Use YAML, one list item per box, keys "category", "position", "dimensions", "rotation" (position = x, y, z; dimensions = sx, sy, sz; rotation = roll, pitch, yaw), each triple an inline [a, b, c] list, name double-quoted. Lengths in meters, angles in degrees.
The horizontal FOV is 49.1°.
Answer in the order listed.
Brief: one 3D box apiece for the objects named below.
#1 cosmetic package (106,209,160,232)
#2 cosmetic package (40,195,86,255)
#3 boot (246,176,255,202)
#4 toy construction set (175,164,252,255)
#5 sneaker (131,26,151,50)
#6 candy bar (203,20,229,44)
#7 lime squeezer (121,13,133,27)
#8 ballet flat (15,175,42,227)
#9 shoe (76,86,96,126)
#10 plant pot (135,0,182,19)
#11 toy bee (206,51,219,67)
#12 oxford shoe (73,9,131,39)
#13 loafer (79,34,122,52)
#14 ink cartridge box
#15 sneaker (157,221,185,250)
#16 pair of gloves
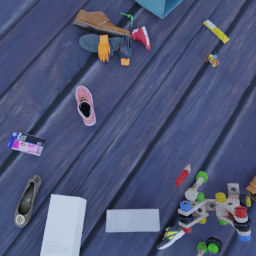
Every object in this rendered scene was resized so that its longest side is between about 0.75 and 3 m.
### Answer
- category: "cosmetic package"
  position: [0.175, 3.344, 10.117]
  dimensions: [1.865, 0.996, 0.841]
  rotation: [1, 70, 2]
- category: "cosmetic package"
  position: [-2.219, 3.725, 9.770]
  dimensions: [1.100, 1.396, 2.594]
  rotation: [4, 70, 3]
- category: "boot"
  position: [5.439, 2.484, 10.582]
  dimensions: [1.293, 0.639, 1.665]
  rotation: [-37, 74, -12]
- category: "toy construction set"
  position: [3.015, 2.539, 10.035]
  dimensions: [2.449, 2.257, 2.937]
  rotation: [-33, 91, 34]
- category: "sneaker"
  position: [0.574, -4.073, 12.968]
  dimensions: [0.758, 0.514, 1.312]
  rotation: [-15, 59, 4]
- category: "candy bar"
  position: [4.155, -4.593, 13.248]
  dimensions: [0.377, 0.167, 1.510]
  rotation: [-37, 74, -15]
- category: "lime squeezer"
  position: [0.047, -5.305, 13.524]
  dimensions: [0.342, 0.183, 0.968]
  rotation: [-42, 75, 20]
- category: "ballet flat"
  position: [-3.800, 2.733, 10.596]
  dimensions: [0.667, 0.459, 1.981]
  rotation: [16, 72, 5]
- category: "shoe"
  position: [-1.796, -1.065, 11.677]
  dimensions: [0.675, 0.860, 1.890]
  rotation: [-15, 72, -5]
- category: "plant pot"
  position: [1.124, -6.908, 13.058]
  dimensions: [2.728, 1.928, 1.927]
  rotation: [34, 62, 17]
- category: "toy bee"
  position: [3.786, -3.045, 12.606]
  dimensions: [0.513, 0.944, 0.618]
  rotation: [-18, 107, 21]
- category: "oxford shoe"
  position: [-1.106, -4.750, 12.758]
  dimensions: [2.777, 0.990, 0.990]
  rotation: [21, 91, 7]
- category: "loafer"
  position: [-1.118, -3.845, 12.839]
  dimensions: [2.139, 0.673, 0.769]
  rotation: [5, 105, 5]
- category: "ink cartridge box"
  position: [-4.190, 0.608, 11.443]
  dimensions: [1.486, 0.276, 0.704]
  rotation: [13, 72, 7]
- category: "sneaker"
  position: [1.515, 3.931, 10.235]
  dimensions: [1.299, 0.484, 0.550]
  rotation: [-30, 68, -19]
- category: "pair of gloves"
  position: [-0.582, -3.443, 12.416]
  dimensions: [1.518, 0.188, 1.352]
  rotation: [4, 108, 5]
